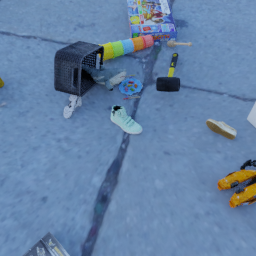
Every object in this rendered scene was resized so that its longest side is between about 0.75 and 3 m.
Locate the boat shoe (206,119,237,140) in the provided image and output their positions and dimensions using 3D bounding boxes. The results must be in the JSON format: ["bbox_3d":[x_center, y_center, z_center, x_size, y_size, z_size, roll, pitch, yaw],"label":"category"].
[{"bbox_3d":[2.996,-0.017,8.977,1.021,0.376,0.353,33,57,11],"label":"boat shoe"}]

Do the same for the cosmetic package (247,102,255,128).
[{"bbox_3d":[4.725,-0.691,8.823,1.359,1.364,0.838,-24,55,-17],"label":"cosmetic package"}]

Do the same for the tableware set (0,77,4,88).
[{"bbox_3d":[-5.929,-1.327,9.923,2.889,0.443,1.946,-12,52,-7],"label":"tableware set"}]

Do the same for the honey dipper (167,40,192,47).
[{"bbox_3d":[2.041,-3.306,10.982,0.262,0.262,1.381,-29,27,-19],"label":"honey dipper"}]

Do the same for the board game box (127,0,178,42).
[{"bbox_3d":[0.999,-4.907,12.440,1.925,0.490,2.844,-3,54,-2],"label":"board game box"}]

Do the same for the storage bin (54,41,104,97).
[{"bbox_3d":[-1.614,-2.046,9.481,0.937,1.351,1.999,15,31,11],"label":"storage bin"}]

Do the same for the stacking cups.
[{"bbox_3d":[-0.076,-3.294,11.171,2.243,0.679,0.679,-22,57,-16],"label":"stacking cups"}]

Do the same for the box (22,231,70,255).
[{"bbox_3d":[-1.844,3.286,6.568,1.303,0.315,1.032,38,62,24],"label":"box"}]

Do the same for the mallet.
[{"bbox_3d":[1.477,-2.105,10.266,0.819,0.511,2.485,-1,40,10],"label":"mallet"}]

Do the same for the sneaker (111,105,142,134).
[{"bbox_3d":[-0.062,-0.281,8.939,1.188,0.701,0.437,28,57,18],"label":"sneaker"}]

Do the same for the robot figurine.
[{"bbox_3d":[3.367,1.528,7.764,1.606,0.467,1.164,-19,56,-13],"label":"robot figurine"}]

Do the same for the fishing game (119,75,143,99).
[{"bbox_3d":[0.094,-1.537,10.172,0.875,0.190,1.222,-6,52,1],"label":"fishing game"}]

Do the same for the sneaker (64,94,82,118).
[{"bbox_3d":[-1.847,-0.725,9.506,0.338,0.517,0.899,22,91,16],"label":"sneaker"}]

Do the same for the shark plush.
[{"bbox_3d":[-0.897,-2.040,10.084,1.818,0.757,0.826,28,39,25],"label":"shark plush"}]
